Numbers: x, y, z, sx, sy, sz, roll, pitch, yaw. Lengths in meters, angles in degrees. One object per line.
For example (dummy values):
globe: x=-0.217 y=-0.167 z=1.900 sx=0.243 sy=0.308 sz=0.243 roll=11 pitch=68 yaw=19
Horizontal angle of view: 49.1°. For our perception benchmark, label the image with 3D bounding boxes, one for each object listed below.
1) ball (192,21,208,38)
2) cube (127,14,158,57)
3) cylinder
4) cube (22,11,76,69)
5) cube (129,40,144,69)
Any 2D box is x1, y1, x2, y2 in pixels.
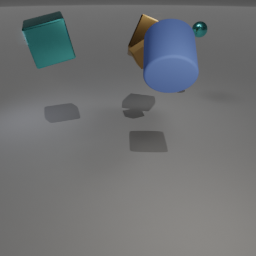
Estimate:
ball: x=3.260 y=-4.484 z=12.749 sx=0.700 sy=0.700 sz=0.700 roll=0 pitch=27 yaw=0
cube: x=0.888 y=-3.518 z=11.479 sx=1.400 sy=1.400 sz=1.400 roll=24 pitch=1 yaw=-2
cylinder: x=1.116 y=-1.902 z=7.491 sx=1.400 sy=1.400 sz=1.400 roll=1 pitch=59 yaw=3
cube: x=-2.795 y=-3.143 z=9.931 sx=1.400 sy=1.400 sz=1.400 roll=-18 pitch=35 yaw=-7
cube: x=0.552 y=-2.721 z=10.320 sx=0.700 sy=0.700 sz=0.700 roll=-32 pitch=30 yaw=4
